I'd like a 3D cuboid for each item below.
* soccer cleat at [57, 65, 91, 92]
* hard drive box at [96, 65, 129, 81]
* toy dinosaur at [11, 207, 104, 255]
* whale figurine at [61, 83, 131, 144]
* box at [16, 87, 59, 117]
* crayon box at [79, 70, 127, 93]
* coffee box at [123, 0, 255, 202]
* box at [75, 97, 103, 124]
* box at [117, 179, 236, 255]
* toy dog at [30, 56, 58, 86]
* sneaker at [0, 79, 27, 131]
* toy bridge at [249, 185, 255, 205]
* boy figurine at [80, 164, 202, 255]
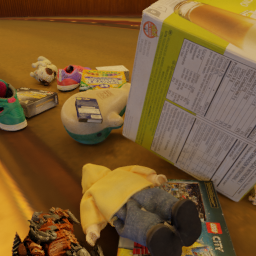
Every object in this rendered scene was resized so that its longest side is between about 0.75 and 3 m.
[{"bbox_3d":[-2.187,-2.331,11.959,0.852,0.914,2.498,10,28,19],"label":"soccer cleat"},{"bbox_3d":[-0.713,-2.429,12.618,1.311,0.503,1.022,-8,27,-15],"label":"hard drive box"},{"bbox_3d":[-1.026,1.883,3.196,1.916,1.442,2.823,7,1,-23],"label":"toy dinosaur"},{"bbox_3d":[-0.636,-0.400,7.549,2.260,1.173,1.798,-29,46,-22],"label":"whale figurine"},{"bbox_3d":[-3.531,-0.925,9.587,1.796,0.434,1.422,11,27,27],"label":"box"},{"bbox_3d":[-0.931,-1.620,10.642,1.674,0.687,2.663,1,27,-7],"label":"crayon box"},{"bbox_3d":[1.915,-0.908,5.556,2.822,2.853,2.849,30,50,17],"label":"coffee box"},{"bbox_3d":[-0.924,-0.420,6.479,0.542,0.145,0.895,3,37,-20],"label":"box"},{"bbox_3d":[0.706,1.688,4.386,1.637,0.452,2.397,2,27,4],"label":"box"},{"bbox_3d":[-3.572,-2.329,12.160,1.345,0.968,1.387,26,18,-20],"label":"toy dog"},{"bbox_3d":[-4.053,-0.788,8.330,2.279,1.376,0.953,12,28,24],"label":"sneaker"},{"bbox_3d":[3.414,1.461,5.001,2.356,0.321,0.792,6,28,14],"label":"toy bridge"},{"bbox_3d":[-0.129,1.194,4.455,1.535,0.795,2.469,-39,28,-26],"label":"boy figurine"}]
